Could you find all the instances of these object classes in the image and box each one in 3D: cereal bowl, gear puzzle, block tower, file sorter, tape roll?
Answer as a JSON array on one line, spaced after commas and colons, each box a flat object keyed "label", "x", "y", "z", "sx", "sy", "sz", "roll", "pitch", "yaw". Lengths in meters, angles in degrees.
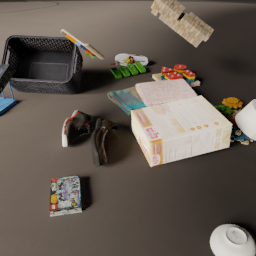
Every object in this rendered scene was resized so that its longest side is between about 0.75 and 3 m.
[{"label": "cereal bowl", "x": 2.181, "y": 2.339, "z": 5.762, "sx": 0.909, "sy": 0.378, "sz": 0.909, "roll": 0, "pitch": 34, "yaw": 0}, {"label": "gear puzzle", "x": 3.765, "y": -0.468, "z": 10.059, "sx": 1.548, "sy": 0.392, "sz": 2.990, "roll": 13, "pitch": 35, "yaw": 19}, {"label": "block tower", "x": 2.009, "y": -4.088, "z": 10.605, "sx": 2.452, "sy": 0.709, "sz": 0.662, "roll": 36, "pitch": 59, "yaw": -3}, {"label": "file sorter", "x": -5.538, "y": -1.300, "z": 10.668, "sx": 1.862, "sy": 1.142, "sz": 1.292, "roll": 9, "pitch": 35, "yaw": 13}, {"label": "tape roll", "x": 4.162, "y": -0.261, "z": 8.997, "sx": 1.131, "sy": 0.777, "sz": 1.131, "roll": 19, "pitch": 43, "yaw": -19}]

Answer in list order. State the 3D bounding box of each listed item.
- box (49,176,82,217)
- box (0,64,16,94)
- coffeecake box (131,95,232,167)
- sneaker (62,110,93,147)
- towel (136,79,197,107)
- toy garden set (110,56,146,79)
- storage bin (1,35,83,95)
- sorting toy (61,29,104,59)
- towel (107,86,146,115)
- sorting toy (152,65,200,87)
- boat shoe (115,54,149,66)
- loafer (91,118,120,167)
[{"label": "box", "x": -1.546, "y": 1.656, "z": 6.952, "sx": 0.748, "sy": 0.218, "sz": 1.092, "roll": -6, "pitch": 34, "yaw": -10}, {"label": "box", "x": -3.616, "y": -1.117, "z": 7.276, "sx": 0.965, "sy": 0.262, "sz": 1.204, "roll": 4, "pitch": 58, "yaw": 27}, {"label": "coffeecake box", "x": 1.548, "y": 0.007, "z": 8.672, "sx": 2.490, "sy": 0.910, "sz": 1.911, "roll": -12, "pitch": 35, "yaw": -10}, {"label": "sneaker", "x": -1.596, "y": -0.026, "z": 9.146, "sx": 0.760, "sy": 0.716, "sz": 1.857, "roll": 10, "pitch": 35, "yaw": 4}, {"label": "towel", "x": 1.517, "y": -1.398, "z": 11.183, "sx": 2.119, "sy": 0.342, "sz": 2.024, "roll": -6, "pitch": 33, "yaw": -7}, {"label": "toy garden set", "x": -0.128, "y": -2.960, "z": 13.822, "sx": 1.591, "sy": 0.318, "sz": 1.327, "roll": -17, "pitch": 53, "yaw": -20}, {"label": "storage bin", "x": -3.474, "y": -2.566, "z": 11.543, "sx": 2.903, "sy": 1.361, "sz": 1.962, "roll": 3, "pitch": 77, "yaw": 5}, {"label": "sorting toy", "x": -1.301, "y": -2.469, "z": 8.800, "sx": 1.160, "sy": 0.231, "sz": 1.569, "roll": 34, "pitch": 5, "yaw": 24}, {"label": "towel", "x": 0.644, "y": -1.319, "z": 11.496, "sx": 2.507, "sy": 0.272, "sz": 1.838, "roll": -19, "pitch": 38, "yaw": -27}, {"label": "sorting toy", "x": 2.206, "y": -2.407, "z": 12.882, "sx": 1.642, "sy": 0.571, "sz": 1.632, "roll": -12, "pitch": 35, "yaw": -17}, {"label": "boat shoe", "x": 0.209, "y": -3.560, "z": 14.754, "sx": 1.753, "sy": 0.632, "sz": 0.622, "roll": 7, "pitch": 20, "yaw": 0}, {"label": "loafer", "x": -0.641, "y": 0.329, "z": 8.455, "sx": 0.784, "sy": 0.802, "sz": 2.197, "roll": 0, "pitch": 33, "yaw": 1}]
